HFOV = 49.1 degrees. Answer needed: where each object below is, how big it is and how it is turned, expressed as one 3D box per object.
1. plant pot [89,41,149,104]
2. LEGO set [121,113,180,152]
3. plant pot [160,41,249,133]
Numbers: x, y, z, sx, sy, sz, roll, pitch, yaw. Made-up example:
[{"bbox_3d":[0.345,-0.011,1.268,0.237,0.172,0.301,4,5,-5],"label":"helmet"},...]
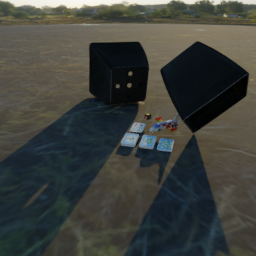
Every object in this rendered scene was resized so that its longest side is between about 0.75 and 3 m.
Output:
[{"bbox_3d":[-0.238,-1.953,10.445,2.047,2.052,1.820,-8,33,-20],"label":"plant pot"},{"bbox_3d":[0.704,-0.020,8.004,1.377,0.452,1.843,7,29,14],"label":"LEGO set"},{"bbox_3d":[1.907,-1.155,7.458,1.616,1.822,1.817,58,12,20],"label":"plant pot"}]
